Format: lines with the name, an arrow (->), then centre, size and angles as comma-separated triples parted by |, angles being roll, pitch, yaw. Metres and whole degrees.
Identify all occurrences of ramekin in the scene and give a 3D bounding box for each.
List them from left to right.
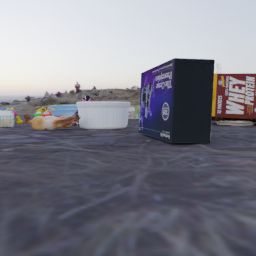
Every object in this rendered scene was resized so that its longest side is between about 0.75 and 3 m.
ramekin -> -0.888, -0.468, 10.178 | 1.942, 0.947, 1.942 | 1, 4, 0

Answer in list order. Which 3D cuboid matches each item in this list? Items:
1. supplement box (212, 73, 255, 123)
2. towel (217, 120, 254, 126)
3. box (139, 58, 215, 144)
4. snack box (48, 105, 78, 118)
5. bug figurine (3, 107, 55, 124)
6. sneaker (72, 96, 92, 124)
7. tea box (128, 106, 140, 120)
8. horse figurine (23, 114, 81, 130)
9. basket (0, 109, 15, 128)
supplement box -> 4.990, -1.251, 12.505 | 2.705, 1.821, 2.743 | 3, -2, 17
towel -> 4.535, -0.221, 11.892 | 0.865, 0.225, 1.305 | -1, 4, -35
box -> 0.993, -0.584, 6.504 | 0.932, 1.668, 2.364 | -2, 4, -13
snack box -> -3.318, -0.917, 16.753 | 2.364, 0.948, 2.803 | -1, 5, -3
bug figurine -> -4.706, -0.547, 12.729 | 2.978, 0.766, 2.310 | -1, 4, -16
sneaker -> -2.066, -0.881, 13.457 | 1.131, 1.366, 2.864 | 1, 5, -4
tea box -> 0.002, -1.044, 18.822 | 1.389, 0.928, 1.366 | 2, 5, 18
horse figurine -> -2.577, -0.213, 9.467 | 2.143, 0.535, 1.420 | 0, 4, -1
basket -> -4.731, -0.416, 10.572 | 0.873, 0.688, 0.990 | -2, 35, -32
